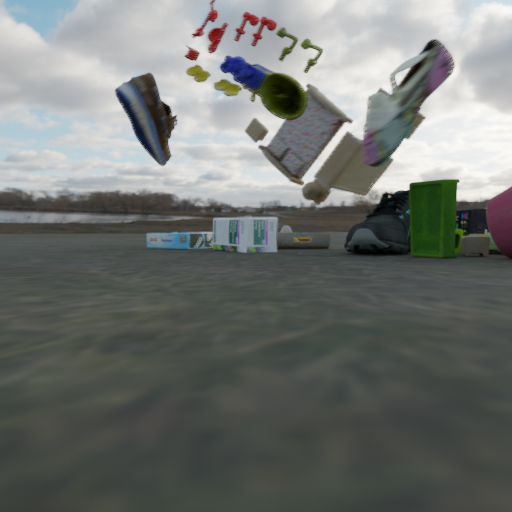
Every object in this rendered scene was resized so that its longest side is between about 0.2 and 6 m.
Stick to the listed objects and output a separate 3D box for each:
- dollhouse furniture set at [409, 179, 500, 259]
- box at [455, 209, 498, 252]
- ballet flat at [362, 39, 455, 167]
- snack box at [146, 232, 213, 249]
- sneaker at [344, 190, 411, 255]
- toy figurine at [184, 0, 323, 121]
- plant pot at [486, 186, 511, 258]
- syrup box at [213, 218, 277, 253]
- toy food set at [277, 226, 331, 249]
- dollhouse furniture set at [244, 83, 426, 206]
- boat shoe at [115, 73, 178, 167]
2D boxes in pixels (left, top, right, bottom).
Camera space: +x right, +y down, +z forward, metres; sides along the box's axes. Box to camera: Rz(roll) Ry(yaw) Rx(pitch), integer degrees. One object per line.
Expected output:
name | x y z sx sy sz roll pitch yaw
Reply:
dollhouse furniture set | 3.835 -0.592 9.223 3.058 1.181 1.528 -1 4 -28
box | 4.555 -0.521 11.292 1.007 0.843 1.356 0 2 -1
ballet flat | 2.106 -2.311 8.237 0.743 2.087 0.721 41 -5 -33
snack box | -1.428 -0.359 12.829 1.141 0.364 1.964 2 3 29
sneaker | 2.380 -0.621 10.193 1.125 1.183 2.984 3 5 28
toy figurine | 0.205 -2.958 8.958 2.391 1.261 1.433 31 15 25
plant pot | 4.141 -0.592 7.952 1.514 1.514 1.355 -2 -12 -41
syrup box | -0.247 -0.423 11.011 0.682 0.659 1.674 -1 4 -25
toy food set | 0.930 -0.434 12.807 1.219 0.513 1.699 0 3 -4
dollhouse furniture set | 1.265 -3.028 12.353 3.554 3.031 1.735 49 25 26
boat shoe | -1.751 -2.331 9.810 0.732 0.731 2.023 -40 -21 -12
